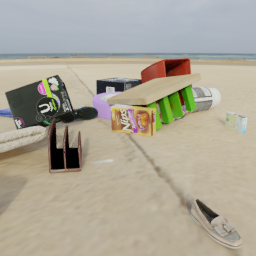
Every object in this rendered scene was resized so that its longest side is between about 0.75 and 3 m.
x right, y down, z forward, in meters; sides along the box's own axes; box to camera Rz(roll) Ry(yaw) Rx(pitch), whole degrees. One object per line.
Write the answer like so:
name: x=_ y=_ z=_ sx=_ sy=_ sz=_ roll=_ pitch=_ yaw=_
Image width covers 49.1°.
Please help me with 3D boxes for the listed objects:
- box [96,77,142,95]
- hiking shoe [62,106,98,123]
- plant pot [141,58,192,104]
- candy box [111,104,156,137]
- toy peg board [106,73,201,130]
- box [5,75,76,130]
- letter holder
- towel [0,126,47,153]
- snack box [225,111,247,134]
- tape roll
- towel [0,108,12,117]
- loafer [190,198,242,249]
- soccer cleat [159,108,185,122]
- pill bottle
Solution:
box: x=-0.490 y=-2.338 z=16.641 sx=2.126 sy=1.107 sz=1.936 roll=11 pitch=19 yaw=33
hiking shoe: x=-2.078 y=-0.638 z=11.730 sx=1.621 sy=0.603 sz=0.703 roll=-8 pitch=19 yaw=-26
plant pot: x=2.026 y=-2.533 z=15.628 sx=2.358 sy=2.356 sz=2.078 roll=-16 pitch=13 yaw=-43
candy box: x=0.175 y=-0.287 z=9.935 sx=1.593 sy=0.929 sz=0.450 roll=8 pitch=21 yaw=27
toy peg board: x=1.082 y=-1.009 z=11.088 sx=2.756 sy=1.348 sz=2.745 roll=-26 pitch=17 yaw=-29
box: x=-2.830 y=-0.755 z=9.215 sx=1.770 sy=1.314 sz=1.100 roll=-19 pitch=-6 yaw=-3
letter holder: x=-1.644 y=0.357 z=7.432 sx=0.781 sy=1.104 sz=1.553 roll=-2 pitch=16 yaw=-8
towel: x=-3.730 y=0.502 z=7.087 sx=2.960 sy=0.510 sz=1.961 roll=-17 pitch=7 yaw=-41
snack box: x=3.945 y=-0.209 z=10.272 sx=0.191 sy=0.599 sz=1.031 roll=-6 pitch=17 yaw=-13
tape roll: x=-0.527 y=-1.052 z=12.696 sx=2.126 sy=0.697 sz=2.126 roll=-1 pitch=22 yaw=1
towel: x=-4.532 y=-0.846 z=13.156 sx=1.980 sy=0.326 sz=2.734 roll=6 pitch=16 yaw=28
loafer: x=1.427 y=1.559 z=4.674 sx=0.390 sy=0.341 sz=1.086 roll=-8 pitch=18 yaw=-26
soccer cleat: x=1.919 y=-0.705 z=11.820 sx=0.633 sy=0.679 sz=1.857 roll=12 pitch=20 yaw=36
pill bottle: x=3.273 y=-1.341 z=13.154 sx=2.023 sy=1.177 sz=1.177 roll=-8 pitch=18 yaw=-27
